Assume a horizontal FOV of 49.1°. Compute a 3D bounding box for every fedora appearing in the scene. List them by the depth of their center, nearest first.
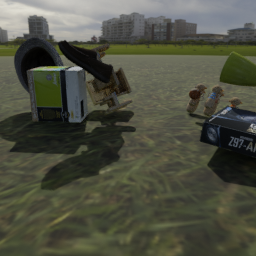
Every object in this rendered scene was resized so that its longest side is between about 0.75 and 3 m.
[{"bbox_3d":[-3.068,-2.145,10.465,1.991,2.251,1.016,-40,-9,20],"label":"fedora"}]

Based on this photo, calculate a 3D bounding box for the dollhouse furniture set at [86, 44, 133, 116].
[{"bbox_3d":[-0.508,-1.588,9.473,1.467,1.935,2.208,-23,2,-15],"label":"dollhouse furniture set"}]

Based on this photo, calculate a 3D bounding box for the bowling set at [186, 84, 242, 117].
[{"bbox_3d":[2.582,-1.054,8.957,1.877,1.008,1.306,19,-17,42],"label":"bowling set"}]

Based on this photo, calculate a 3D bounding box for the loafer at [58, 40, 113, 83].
[{"bbox_3d":[-1.155,-1.962,7.908,1.733,0.618,0.633,34,-1,-20],"label":"loafer"}]

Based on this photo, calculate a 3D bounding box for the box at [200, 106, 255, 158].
[{"bbox_3d":[2.897,0.073,6.555,1.800,0.489,2.247,17,21,28],"label":"box"}]

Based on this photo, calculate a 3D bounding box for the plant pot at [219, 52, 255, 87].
[{"bbox_3d":[3.279,-1.563,7.971,0.983,0.920,0.920,30,30,25],"label":"plant pot"}]

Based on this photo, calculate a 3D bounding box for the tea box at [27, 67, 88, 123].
[{"bbox_3d":[-2.170,-1.086,8.868,1.587,1.614,1.078,2,19,4],"label":"tea box"}]
